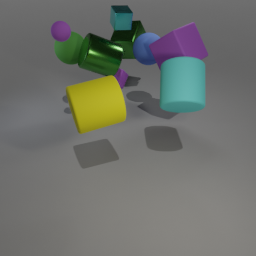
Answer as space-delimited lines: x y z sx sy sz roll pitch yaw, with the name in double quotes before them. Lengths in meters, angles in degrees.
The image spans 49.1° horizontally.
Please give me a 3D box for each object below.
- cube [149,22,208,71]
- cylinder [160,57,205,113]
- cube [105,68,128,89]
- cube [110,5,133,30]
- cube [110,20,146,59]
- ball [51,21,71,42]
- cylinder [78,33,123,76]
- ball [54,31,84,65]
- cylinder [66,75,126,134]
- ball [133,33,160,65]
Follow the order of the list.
"cube" 1.959 -3.014 10.869 1.400 1.400 1.400 -33 11 -36
"cylinder" 1.721 -1.320 8.865 1.400 1.400 1.400 3 -11 1
"cube" -0.515 -2.241 12.389 0.700 0.700 0.700 22 0 22
"cube" -0.271 -4.327 10.995 0.700 0.700 0.700 -8 47 -17
"cube" 0.087 -4.634 14.826 1.400 1.400 1.400 7 68 28
"ball" -2.365 -3.403 9.866 0.700 0.700 0.700 0 29 0
"cylinder" -1.114 -2.880 11.192 1.400 1.400 1.400 14 23 -25
"ball" -2.493 -3.476 12.199 1.400 1.400 1.400 0 29 0
"cylinder" -0.936 -0.678 8.114 1.400 1.400 1.400 -17 33 -13
"ball" 0.919 -3.525 12.529 1.400 1.400 1.400 0 29 0
